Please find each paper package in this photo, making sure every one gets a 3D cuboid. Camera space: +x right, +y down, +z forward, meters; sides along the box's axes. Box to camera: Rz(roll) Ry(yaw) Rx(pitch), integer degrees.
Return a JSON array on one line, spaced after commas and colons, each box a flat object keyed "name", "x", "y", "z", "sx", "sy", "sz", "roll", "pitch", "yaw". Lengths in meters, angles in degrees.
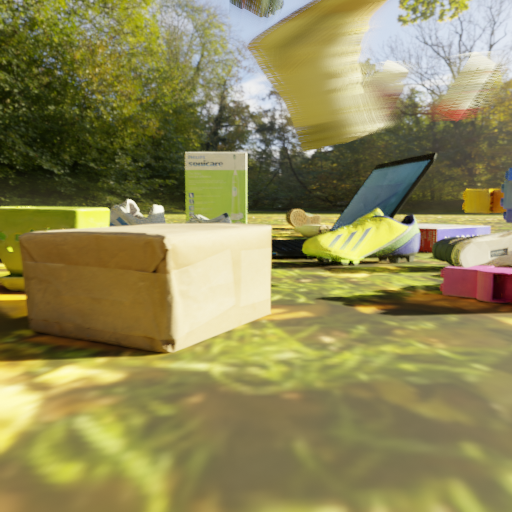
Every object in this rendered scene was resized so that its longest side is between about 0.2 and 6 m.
[{"name": "paper package", "x": -0.843, "y": 0.162, "z": 4.713, "sx": 1.548, "sy": 0.840, "sz": 1.624, "roll": 3, "pitch": 7, "yaw": 28}]

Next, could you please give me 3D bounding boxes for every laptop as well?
[{"name": "laptop", "x": 1.263, "y": -1.058, "z": 11.703, "sx": 3.816, "sy": 1.971, "sz": 3.382, "roll": -1, "pitch": 5, "yaw": -7}]

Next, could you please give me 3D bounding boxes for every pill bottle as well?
[{"name": "pill bottle", "x": 2.380, "y": -3.061, "z": 10.592, "sx": 0.634, "sy": 1.130, "sz": 0.634, "roll": 20, "pitch": 31, "yaw": -13}]

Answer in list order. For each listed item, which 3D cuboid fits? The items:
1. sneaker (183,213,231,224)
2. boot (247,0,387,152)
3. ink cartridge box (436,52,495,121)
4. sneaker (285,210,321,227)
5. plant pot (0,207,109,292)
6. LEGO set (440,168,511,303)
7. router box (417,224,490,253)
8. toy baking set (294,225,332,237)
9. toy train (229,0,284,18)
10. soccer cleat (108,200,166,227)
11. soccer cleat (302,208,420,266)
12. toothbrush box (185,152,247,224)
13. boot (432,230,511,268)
[{"name": "sneaker", "x": -1.468, "y": -0.634, "z": 13.386, "sx": 1.894, "sy": 0.671, "sz": 0.692, "roll": -9, "pitch": 1, "yaw": 8}, {"name": "boot", "x": 1.560, "y": -3.126, "z": 9.091, "sx": 2.937, "sy": 2.271, "sz": 1.058, "roll": -19, "pitch": 19, "yaw": 31}, {"name": "ink cartridge box", "x": 3.855, "y": -3.113, "z": 10.292, "sx": 0.449, "sy": 1.083, "sz": 0.789, "roll": 34, "pitch": 34, "yaw": 9}, {"name": "sneaker", "x": 1.599, "y": -1.414, "z": 22.125, "sx": 0.995, "sy": 0.743, "sz": 2.217, "roll": 5, "pitch": 1, "yaw": 38}, {"name": "plant pot", "x": -2.429, "y": -0.098, "z": 6.734, "sx": 1.082, "sy": 0.981, "sz": 1.076, "roll": 0, "pitch": 5, "yaw": 5}, {"name": "LEGO set", "x": 3.273, "y": -0.333, "z": 7.082, "sx": 1.520, "sy": 1.413, "sz": 3.705, "roll": 5, "pitch": 6, "yaw": 38}, {"name": "router box", "x": 3.881, "y": -0.432, "z": 12.701, "sx": 2.104, "sy": 0.514, "sz": 1.889, "roll": -4, "pitch": 7, "yaw": -37}, {"name": "toy baking set", "x": 2.450, "y": -0.756, "z": 17.464, "sx": 2.396, "sy": 0.363, "sz": 3.122, "roll": 0, "pitch": 5, "yaw": -33}, {"name": "toy train", "x": 0.002, "y": -2.544, "z": 5.519, "sx": 0.575, "sy": 0.245, "sz": 0.328, "roll": 6, "pitch": -18, "yaw": -45}, {"name": "soccer cleat", "x": -3.129, "y": -0.683, "z": 12.356, "sx": 2.528, "sy": 1.091, "sz": 0.883, "roll": 1, "pitch": 5, "yaw": 13}, {"name": "soccer cleat", "x": 1.753, "y": -0.326, "z": 9.353, "sx": 2.235, "sy": 0.935, "sz": 0.723, "roll": -2, "pitch": 6, "yaw": -24}, {"name": "toothbrush box", "x": -1.203, "y": -1.842, "z": 17.014, "sx": 1.836, "sy": 2.521, "sz": 1.085, "roll": -1, "pitch": 6, "yaw": -3}, {"name": "boot", "x": 3.719, "y": -0.137, "z": 8.819, "sx": 1.780, "sy": 0.647, "sz": 0.804, "roll": -2, "pitch": 11, "yaw": -15}]
